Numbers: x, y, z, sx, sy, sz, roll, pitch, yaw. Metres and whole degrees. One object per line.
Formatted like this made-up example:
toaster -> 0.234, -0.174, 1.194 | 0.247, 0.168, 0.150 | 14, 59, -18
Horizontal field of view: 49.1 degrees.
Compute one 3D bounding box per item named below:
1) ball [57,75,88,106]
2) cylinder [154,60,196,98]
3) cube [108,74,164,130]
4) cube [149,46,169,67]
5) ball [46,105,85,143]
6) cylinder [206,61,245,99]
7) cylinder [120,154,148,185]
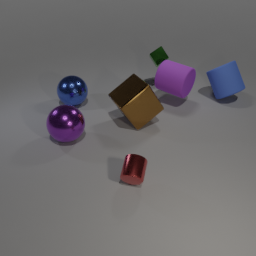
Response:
ball -> -2.542, -1.701, 12.826 | 1.400, 1.400, 1.400 | 0, 31, 0
cylinder -> 2.148, -2.235, 12.761 | 1.400, 1.400, 1.400 | 26, 39, 27
cube -> 0.318, -1.061, 11.293 | 1.400, 1.400, 1.400 | -40, 39, 0
cube -> 1.557, -3.583, 14.109 | 0.700, 0.700, 0.700 | -33, 3, 5
ball -> -2.286, -0.163, 10.311 | 1.400, 1.400, 1.400 | 0, 31, 0
cylinder -> 4.625, -2.271, 13.279 | 1.400, 1.400, 1.400 | -23, 5, 2
cylinder -> 0.177, 1.231, 8.299 | 0.700, 0.700, 0.700 | 8, 59, 12
